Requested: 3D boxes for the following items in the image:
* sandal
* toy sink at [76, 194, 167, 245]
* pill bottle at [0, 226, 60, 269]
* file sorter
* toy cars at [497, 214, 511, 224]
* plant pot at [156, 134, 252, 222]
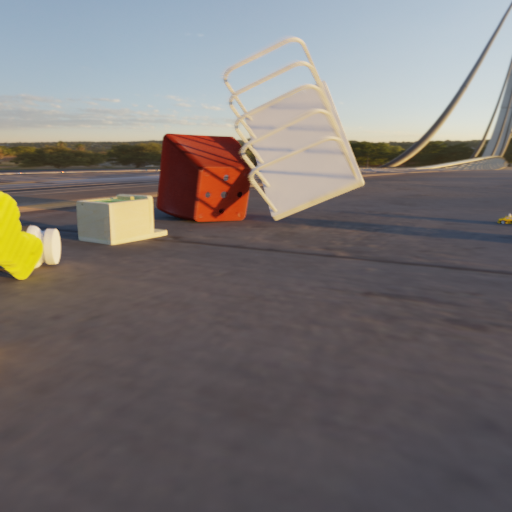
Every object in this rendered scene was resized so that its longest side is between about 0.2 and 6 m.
[{"bbox_3d":[-2.913,-0.250,6.028,0.746,0.681,1.713,22,-24,1],"label":"sandal"},{"bbox_3d":[-2.276,-0.667,9.642,0.860,0.739,1.320,8,13,36],"label":"toy sink"},{"bbox_3d":[-3.066,-0.109,7.205,0.971,0.562,0.562,-1,11,-7],"label":"pill bottle"},{"bbox_3d":[0.612,-2.427,10.631,1.847,2.662,1.658,-22,-30,14],"label":"file sorter"},{"bbox_3d":[5.340,-0.721,11.368,0.421,0.208,0.938,-6,12,-25],"label":"toy cars"},{"bbox_3d":[-1.010,-1.571,12.180,1.757,1.756,1.549,-4,27,-30],"label":"plant pot"}]
